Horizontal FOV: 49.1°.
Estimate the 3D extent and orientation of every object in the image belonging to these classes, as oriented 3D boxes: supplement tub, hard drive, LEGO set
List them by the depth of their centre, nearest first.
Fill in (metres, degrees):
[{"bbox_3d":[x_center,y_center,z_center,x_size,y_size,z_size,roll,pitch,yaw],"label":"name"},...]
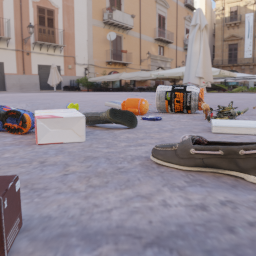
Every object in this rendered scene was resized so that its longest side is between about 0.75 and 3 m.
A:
[{"bbox_3d":[4.288,-0.029,10.127,2.430,0.319,1.603,3,10,15],"label":"hard drive"},{"bbox_3d":[4.527,-0.577,13.062,2.681,0.760,1.741,-23,19,-35],"label":"LEGO set"},{"bbox_3d":[2.992,-1.662,16.089,2.625,1.609,1.609,2,9,18],"label":"supplement tub"}]

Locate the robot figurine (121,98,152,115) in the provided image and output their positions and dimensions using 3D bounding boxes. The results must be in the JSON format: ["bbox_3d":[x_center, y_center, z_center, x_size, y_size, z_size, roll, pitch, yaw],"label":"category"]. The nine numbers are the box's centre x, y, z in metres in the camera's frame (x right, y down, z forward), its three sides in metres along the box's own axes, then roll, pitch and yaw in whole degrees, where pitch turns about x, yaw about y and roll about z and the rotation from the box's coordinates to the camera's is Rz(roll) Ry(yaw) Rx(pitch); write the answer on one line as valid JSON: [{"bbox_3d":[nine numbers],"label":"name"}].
[{"bbox_3d":[0.444,-1.183,15.296,1.608,0.938,1.156,4,-10,20],"label":"robot figurine"}]

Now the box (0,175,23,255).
[{"bbox_3d":[-1.662,0.940,3.041,0.815,0.669,0.676,-1,9,-6],"label":"box"}]

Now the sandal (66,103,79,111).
[{"bbox_3d":[-3.455,-1.223,16.948,0.630,0.575,1.447,-4,1,8],"label":"sandal"}]

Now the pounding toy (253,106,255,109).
[{"bbox_3d":[7.130,-1.041,15.097,0.805,0.707,0.368,7,12,38],"label":"pounding toy"}]

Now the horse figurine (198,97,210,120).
[{"bbox_3d":[3.618,-0.878,13.167,0.338,0.898,1.355,-10,24,8],"label":"horse figurine"}]

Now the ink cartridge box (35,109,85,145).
[{"bbox_3d":[-2.308,-0.138,9.181,1.434,0.831,2.462,-3,10,-19],"label":"ink cartridge box"}]

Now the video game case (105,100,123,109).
[{"bbox_3d":[-0.016,-1.312,17.095,2.279,0.251,2.075,13,12,14],"label":"video game case"}]

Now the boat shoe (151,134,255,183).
[{"bbox_3d":[1.795,0.436,5.566,2.980,0.849,0.996,7,12,37],"label":"boat shoe"}]

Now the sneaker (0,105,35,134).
[{"bbox_3d":[-4.375,-0.318,10.339,2.812,1.059,1.103,15,8,27],"label":"sneaker"}]

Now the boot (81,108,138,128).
[{"bbox_3d":[-0.799,-0.316,11.041,1.714,0.684,1.885,23,-25,-38],"label":"boot"}]

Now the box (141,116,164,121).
[{"bbox_3d":[1.174,-0.447,13.165,0.974,0.158,0.590,5,11,38],"label":"box"}]
